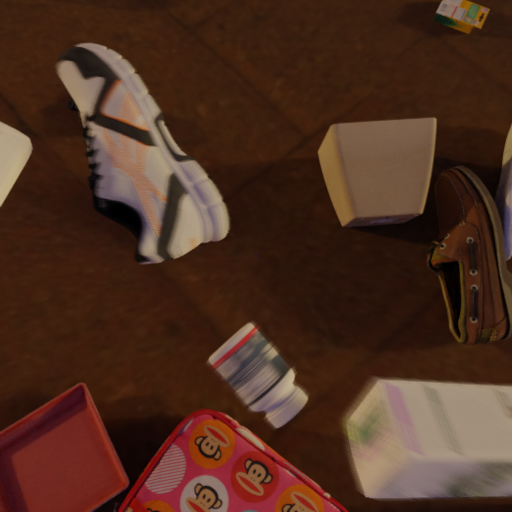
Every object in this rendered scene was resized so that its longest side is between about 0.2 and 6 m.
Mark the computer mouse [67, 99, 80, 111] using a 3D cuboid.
[{"bbox_3d":[-2.825,-2.742,10.504,1.294,0.341,0.896,37,72,25],"label":"computer mouse"}]

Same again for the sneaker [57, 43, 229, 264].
[{"bbox_3d":[-1.461,-1.126,6.059,1.098,1.012,2.745,-33,80,-20],"label":"sneaker"}]

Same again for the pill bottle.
[{"bbox_3d":[0.036,1.094,5.086,0.520,0.520,0.869,-41,87,-15],"label":"pill bottle"}]

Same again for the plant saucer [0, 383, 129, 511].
[{"bbox_3d":[-2.889,3.034,7.958,1.829,0.336,1.826,-32,56,-10],"label":"plant saucer"}]

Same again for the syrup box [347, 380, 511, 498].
[{"bbox_3d":[1.638,1.454,4.421,1.671,0.658,0.680,7,43,-17],"label":"syrup box"}]

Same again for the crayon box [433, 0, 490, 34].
[{"bbox_3d":[4.162,-4.894,11.377,0.940,0.242,0.591,26,71,10],"label":"crayon box"}]

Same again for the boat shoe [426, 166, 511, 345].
[{"bbox_3d":[3.312,-0.072,8.999,1.021,1.080,3.003,-9,68,-5],"label":"boat shoe"}]

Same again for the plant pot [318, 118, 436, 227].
[{"bbox_3d":[1.981,-1.277,9.267,1.639,1.638,1.451,-3,85,-2],"label":"plant pot"}]

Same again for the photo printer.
[{"bbox_3d":[-2.942,-0.879,5.419,1.126,0.470,1.353,25,42,-21],"label":"photo printer"}]

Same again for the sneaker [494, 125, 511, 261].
[{"bbox_3d":[4.915,-1.145,9.416,1.504,1.072,3.033,17,65,12],"label":"sneaker"}]

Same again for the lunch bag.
[{"bbox_3d":[-0.381,3.767,7.491,2.871,1.176,2.529,34,77,13],"label":"lunch bag"}]
